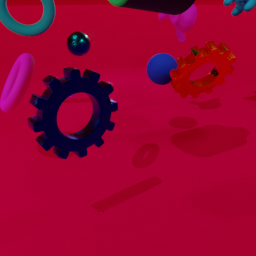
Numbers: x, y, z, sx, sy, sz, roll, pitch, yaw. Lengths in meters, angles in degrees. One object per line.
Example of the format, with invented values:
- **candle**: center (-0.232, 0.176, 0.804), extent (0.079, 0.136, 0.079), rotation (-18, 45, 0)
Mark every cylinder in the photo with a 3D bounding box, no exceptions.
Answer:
- **cylinder**: center (0.447, -2.870, 5.075), extent (1.400, 1.400, 1.400), rotation (-5, 25, -30)

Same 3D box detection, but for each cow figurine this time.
- **cow figurine**: center (3.553, -4.034, 8.273), extent (1.437, 0.802, 1.461), rotation (-47, 17, 2)

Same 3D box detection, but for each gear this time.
- **gear**: center (1.791, -1.356, 6.765), extent (1.563, 1.563, 0.289), rotation (-9, 55, -17)
- **gear**: center (-0.815, -0.218, 4.387), extent (1.416, 1.416, 0.262), rotation (-18, 29, -32)

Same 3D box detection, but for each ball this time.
- **ball**: center (-1.861, -3.170, 10.567), extent (0.907, 0.907, 0.907), rotation (0, 26, 0)
- **ball**: center (0.916, -1.571, 7.489), extent (0.840, 0.840, 0.840), rotation (0, 26, 0)

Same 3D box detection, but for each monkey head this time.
- **monkey head**: center (1.469, -3.228, 8.132), extent (1.010, 1.405, 0.846), rotation (6, -12, 45)

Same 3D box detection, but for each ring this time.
- **ring**: center (-3.046, -3.578, 8.303), extent (1.731, 1.731, 0.346), rotation (-4, 39, -8)
- **ring**: center (-2.485, -1.007, 6.274), extent (0.285, 1.424, 1.424), rotation (22, 13, -33)
